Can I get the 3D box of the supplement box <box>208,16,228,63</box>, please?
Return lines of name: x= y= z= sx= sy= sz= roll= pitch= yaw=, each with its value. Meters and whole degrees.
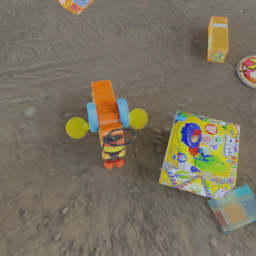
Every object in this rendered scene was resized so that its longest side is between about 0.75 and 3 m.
supplement box: x=2.875 y=-2.858 z=8.972 sx=0.546 sy=0.528 sz=1.588 roll=6 pitch=59 yaw=4

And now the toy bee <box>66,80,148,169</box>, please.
toy bee: x=-0.561 y=0.109 z=6.829 sx=1.949 sy=1.618 sz=2.977 roll=4 pitch=34 yaw=9

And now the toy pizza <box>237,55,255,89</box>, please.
toy pizza: x=4.031 y=-1.732 z=8.477 sx=1.383 sy=0.219 sz=1.383 roll=0 pitch=59 yaw=0

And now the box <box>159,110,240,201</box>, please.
box: x=1.680 y=0.625 z=6.602 sx=1.526 sy=0.966 sz=1.584 roll=14 pitch=56 yaw=7

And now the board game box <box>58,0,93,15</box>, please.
board game box: x=-1.437 y=-3.952 z=7.321 sx=1.207 sy=1.208 sz=1.207 roll=-36 pitch=94 yaw=15

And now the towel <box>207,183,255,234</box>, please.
towel: x=2.489 y=1.824 z=6.422 sx=1.116 sy=0.121 sz=0.818 roll=-19 pitch=60 yaw=-10
